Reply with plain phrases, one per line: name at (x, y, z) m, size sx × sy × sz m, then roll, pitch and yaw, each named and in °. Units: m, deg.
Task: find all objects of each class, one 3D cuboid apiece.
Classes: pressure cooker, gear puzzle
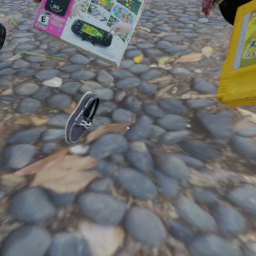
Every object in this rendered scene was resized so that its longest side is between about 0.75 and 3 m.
pressure cooker at (3.569, -3.859, 7.767) m, size 1.706 × 1.680 × 1.910 m, roll -11°, pitch 35°, yaw 45°
gear puzzle at (1.813, -3.534, 6.231) m, size 0.245 × 0.971 × 1.874 m, roll 3°, pitch 72°, yaw -19°

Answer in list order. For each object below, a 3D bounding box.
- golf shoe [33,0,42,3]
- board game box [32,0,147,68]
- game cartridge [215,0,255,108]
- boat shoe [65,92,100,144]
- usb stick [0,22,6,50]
golf shoe at (-2.263, -3.718, 6.866) m, size 0.797 × 0.628 × 1.730 m, roll 2°, pitch -5°, yaw 10°
board game box at (-0.605, -3.098, 6.298) m, size 2.066 × 2.800 × 0.900 m, roll 24°, pitch 5°, yaw 0°
game cartridge at (2.998, -1.739, 5.612) m, size 2.315 × 0.426 × 2.626 m, roll -7°, pitch 58°, yaw 56°
boat shoe at (-0.677, -0.135, 4.229) m, size 0.314 × 0.863 × 0.271 m, roll 28°, pitch -4°, yaw -42°
usb stick at (-2.935, -2.071, 5.107) m, size 0.435 × 0.740 × 2.670 m, roll 17°, pitch -2°, yaw -1°
